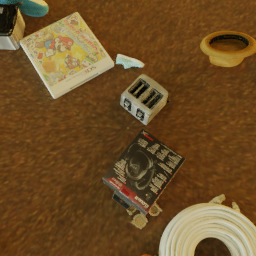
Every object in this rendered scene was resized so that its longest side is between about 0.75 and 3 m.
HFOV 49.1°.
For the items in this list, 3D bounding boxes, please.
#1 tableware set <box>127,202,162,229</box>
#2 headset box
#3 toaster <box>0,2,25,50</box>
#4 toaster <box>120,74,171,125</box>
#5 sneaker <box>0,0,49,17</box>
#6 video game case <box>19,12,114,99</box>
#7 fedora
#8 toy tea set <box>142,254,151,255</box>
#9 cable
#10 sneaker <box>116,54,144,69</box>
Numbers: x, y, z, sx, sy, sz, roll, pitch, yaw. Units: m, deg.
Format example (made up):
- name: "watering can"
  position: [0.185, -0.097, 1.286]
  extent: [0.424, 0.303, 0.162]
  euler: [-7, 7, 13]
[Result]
- name: "tableware set"
  position: [0.414, 2.319, 8.103]
  extent: [1.023, 0.119, 0.855]
  euler: [-38, 75, -13]
- name: "headset box"
  position: [0.397, 1.326, 8.043]
  extent: [1.555, 0.807, 2.089]
  euler: [35, 73, 14]
- name: "toaster"
  position: [-4.408, -3.581, 9.785]
  extent: [1.539, 0.913, 1.391]
  euler: [2, 70, 1]
- name: "toaster"
  position: [0.566, -0.932, 8.920]
  extent: [1.165, 0.765, 1.289]
  euler: [40, 75, 12]
- name: "sneaker"
  position: [-3.905, -4.817, 10.284]
  extent: [2.204, 0.843, 0.890]
  euler: [20, 66, 4]
- name: "video game case"
  position: [-2.149, -2.607, 9.763]
  extent: [2.365, 0.297, 2.598]
  euler: [-31, 73, -11]
- name: "fedora"
  position: [3.228, -2.484, 9.087]
  extent: [1.793, 0.731, 1.793]
  euler: [-3, 46, 3]
- name: "toy tea set"
  position: [0.001, 3.927, 7.386]
  extent: [1.793, 0.664, 1.066]
  euler: [-3, 100, -4]
- name: "cable"
  position: [2.211, 3.370, 7.276]
  extent: [2.753, 0.953, 2.754]
  euler: [-21, 72, -7]
- name: "sneaker"
  position: [0.053, -2.200, 9.641]
  extent: [0.988, 0.365, 0.405]
  euler: [19, 94, 7]
